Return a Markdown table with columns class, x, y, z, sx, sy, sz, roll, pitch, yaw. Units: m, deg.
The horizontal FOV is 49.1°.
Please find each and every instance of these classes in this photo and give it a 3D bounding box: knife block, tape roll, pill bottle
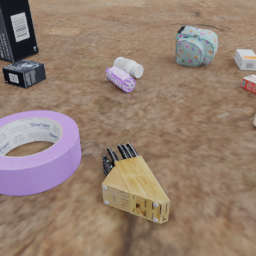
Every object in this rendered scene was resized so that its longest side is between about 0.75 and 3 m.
| class | x | y | z | sx | sy | sz | roll | pitch | yaw |
| --- | --- | --- | --- | --- | --- | --- | --- | --- | --- |
| knife block | 0.191 | 0.955 | 5.651 | 1.716 | 0.549 | 1.506 | 14 | 37 | 21 |
| tape roll | -2.195 | 0.453 | 6.278 | 2.225 | 0.730 | 2.225 | 1 | 34 | 0 |
| pill bottle | 0.022 | -2.244 | 10.500 | 1.080 | 0.618 | 0.618 | 27 | 42 | 36 |

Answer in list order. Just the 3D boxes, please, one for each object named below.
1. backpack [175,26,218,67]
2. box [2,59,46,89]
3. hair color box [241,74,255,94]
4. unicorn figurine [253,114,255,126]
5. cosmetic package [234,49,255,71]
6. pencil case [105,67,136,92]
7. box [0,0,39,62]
| class | x | y | z | sx | sy | sz | roll | pitch | yaw |
| --- | --- | --- | --- | --- | --- | --- | --- | --- | --- |
| backpack | 2.742 | -3.230 | 11.304 | 1.647 | 1.448 | 1.263 | 11 | 51 | 17 |
| box | -3.716 | -1.968 | 10.081 | 1.039 | 0.620 | 1.057 | 16 | 35 | 22 |
| hair color box | 4.499 | -1.387 | 9.415 | 0.606 | 0.366 | 1.194 | -20 | 39 | -26 |
| unicorn figurine | 3.863 | -0.041 | 7.411 | 1.071 | 0.395 | 0.736 | 7 | 41 | 37 |
| cosmetic package | 4.863 | -2.813 | 11.512 | 0.659 | 0.463 | 1.300 | 3 | 33 | 5 |
| pencil case | -0.270 | -1.719 | 9.707 | 0.576 | 0.565 | 1.347 | 29 | 8 | -42 |
| box | -5.589 | -4.502 | 12.078 | 2.710 | 2.665 | 1.591 | 17 | 38 | 24 |
